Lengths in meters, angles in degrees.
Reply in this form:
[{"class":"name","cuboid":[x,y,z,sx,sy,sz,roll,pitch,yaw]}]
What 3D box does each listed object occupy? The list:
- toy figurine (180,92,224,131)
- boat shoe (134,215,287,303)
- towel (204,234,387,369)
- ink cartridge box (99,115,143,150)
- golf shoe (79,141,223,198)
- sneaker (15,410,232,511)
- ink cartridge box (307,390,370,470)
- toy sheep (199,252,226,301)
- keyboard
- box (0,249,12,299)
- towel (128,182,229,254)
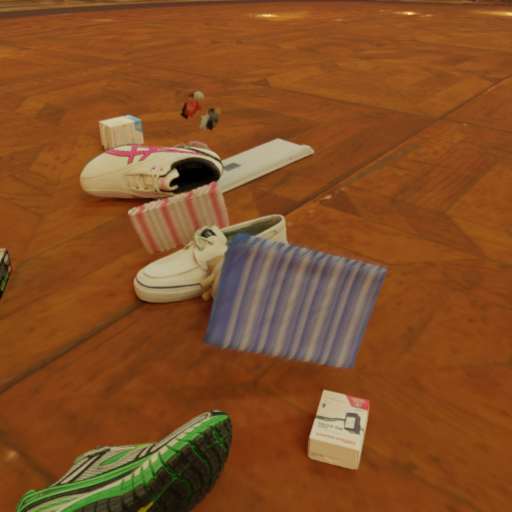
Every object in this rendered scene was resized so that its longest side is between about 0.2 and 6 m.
[{"class":"toy figurine","cuboid":[-1.013,-2.716,10.514,0.697,0.492,0.708,30,-1,-19]},{"class":"boat shoe","cuboid":[-0.761,-0.094,9.663,2.879,0.961,1.059,-19,36,-28]},{"class":"towel","cuboid":[0.469,0.599,6.717,1.978,1.432,0.236,12,16,-13]},{"class":"ink cartridge box","cuboid":[-3.747,-3.348,15.303,1.086,0.698,0.680,-23,37,-34]},{"class":"golf shoe","cuboid":[-2.251,-1.823,12.088,3.092,1.123,1.424,-11,25,-10]},{"class":"sneaker","cuboid":[-1.310,2.237,5.822,2.462,0.961,1.049,-22,37,-31]},{"class":"ink cartridge box","cuboid":[0.996,2.062,6.699,0.592,0.345,0.818,9,32,15]},{"class":"toy sheep","cuboid":[-0.209,0.523,8.693,1.063,1.063,1.542,-26,57,-36]},{"class":"keyboard","cuboid":[-0.499,-2.107,13.770,1.314,0.249,4.669,20,36,39]},{"class":"box","cuboid":[-4.872,0.803,8.646,1.513,0.477,2.750,-4,31,-7]},{"class":"towel","cuboid":[-1.323,-0.639,9.894,1.614,1.181,0.241,-17,52,-4]}]
